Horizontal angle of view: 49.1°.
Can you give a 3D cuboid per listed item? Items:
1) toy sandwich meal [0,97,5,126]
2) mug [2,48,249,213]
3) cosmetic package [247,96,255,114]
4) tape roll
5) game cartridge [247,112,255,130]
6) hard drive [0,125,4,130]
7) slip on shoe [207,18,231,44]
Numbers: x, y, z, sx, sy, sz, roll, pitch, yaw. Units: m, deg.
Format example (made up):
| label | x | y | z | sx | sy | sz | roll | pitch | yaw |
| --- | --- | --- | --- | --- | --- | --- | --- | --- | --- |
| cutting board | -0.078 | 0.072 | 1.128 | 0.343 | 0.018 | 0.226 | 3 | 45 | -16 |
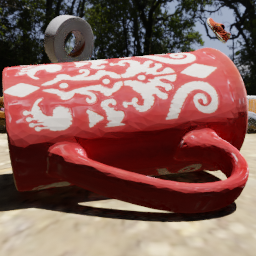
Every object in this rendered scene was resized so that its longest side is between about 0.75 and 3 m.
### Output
| label | x | y | z | sx | sy | sz | roll | pitch | yaw |
| --- | --- | --- | --- | --- | --- | --- | --- | --- | --- |
| toy sandwich meal | -3.811 | -0.680 | 10.127 | 2.886 | 0.988 | 2.886 | 11 | 10 | -2 |
| mug | -0.030 | -0.111 | 3.619 | 2.820 | 1.881 | 2.503 | -6 | 6 | -18 |
| cosmetic package | 5.628 | -0.709 | 11.446 | 2.363 | 1.199 | 0.842 | -2 | 7 | -11 |
| tape roll | -2.021 | -2.967 | 9.750 | 0.582 | 1.761 | 1.761 | 25 | 21 | 35 |
| game cartridge | 4.030 | -0.295 | 9.730 | 1.289 | 0.402 | 1.936 | 17 | 3 | -13 |
| hard drive | -5.726 | -0.158 | 10.441 | 1.598 | 0.323 | 2.423 | -4 | 7 | -34 |
| slip on shoe | 3.217 | -3.510 | 9.906 | 0.505 | 0.417 | 1.362 | 19 | 39 | -36 |
